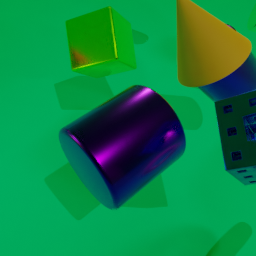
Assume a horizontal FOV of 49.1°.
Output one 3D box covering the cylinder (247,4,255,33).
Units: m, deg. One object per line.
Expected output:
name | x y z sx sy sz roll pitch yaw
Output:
cylinder | 3.273 -2.466 6.232 0.859 0.859 0.859 19 50 -1

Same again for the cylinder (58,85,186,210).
cylinder | -0.078 0.228 3.712 1.214 1.214 1.214 -34 57 -24

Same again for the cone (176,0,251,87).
cone | 1.093 -1.585 4.511 1.310 1.315 1.310 -28 31 19

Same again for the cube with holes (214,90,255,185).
cube with holes | 1.453 0.101 2.935 0.762 0.762 0.762 -16 61 30

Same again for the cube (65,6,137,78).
cube | -0.582 -1.872 6.385 1.141 1.141 1.141 -8 88 22

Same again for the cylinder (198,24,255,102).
cylinder | 1.939 -1.284 5.850 1.253 1.253 1.253 -25 51 35
